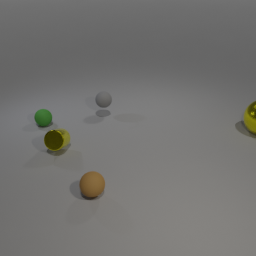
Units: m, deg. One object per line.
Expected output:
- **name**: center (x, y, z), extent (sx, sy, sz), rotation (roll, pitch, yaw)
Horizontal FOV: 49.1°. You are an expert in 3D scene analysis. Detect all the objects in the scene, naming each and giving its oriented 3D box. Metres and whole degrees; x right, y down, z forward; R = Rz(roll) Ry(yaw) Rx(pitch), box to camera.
- **ball**: center (-1.025, -1.199, 11.808), extent (0.700, 0.700, 0.700), rotation (0, 28, 0)
- **ball**: center (-3.434, -0.425, 11.365), extent (0.700, 0.700, 0.700), rotation (0, 28, 0)
- **ball**: center (5.124, -0.401, 10.598), extent (1.400, 1.400, 1.400), rotation (0, 28, 0)
- **ball**: center (-0.972, 1.531, 7.628), extent (0.700, 0.700, 0.700), rotation (0, 28, 0)
- **cylinder**: center (-2.412, 0.382, 9.584), extent (0.700, 0.700, 0.700), rotation (4, 6, 6)
